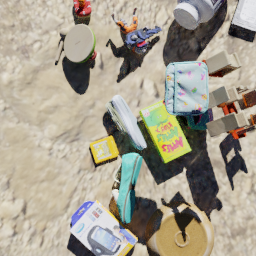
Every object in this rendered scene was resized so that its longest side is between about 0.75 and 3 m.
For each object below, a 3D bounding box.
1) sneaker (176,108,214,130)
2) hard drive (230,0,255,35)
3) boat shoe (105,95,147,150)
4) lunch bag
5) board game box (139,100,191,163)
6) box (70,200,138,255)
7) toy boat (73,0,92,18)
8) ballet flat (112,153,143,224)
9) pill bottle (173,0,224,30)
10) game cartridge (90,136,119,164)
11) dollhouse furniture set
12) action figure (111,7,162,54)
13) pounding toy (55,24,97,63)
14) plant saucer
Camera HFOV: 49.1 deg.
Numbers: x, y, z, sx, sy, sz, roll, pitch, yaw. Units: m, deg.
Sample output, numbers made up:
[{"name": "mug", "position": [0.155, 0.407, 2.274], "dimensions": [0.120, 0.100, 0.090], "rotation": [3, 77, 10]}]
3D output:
[{"name": "sneaker", "position": [2.017, -0.824, 9.207], "dimensions": [1.170, 0.810, 1.938], "rotation": [-9, 82, -10]}, {"name": "hard drive", "position": [4.289, -4.108, 9.925], "dimensions": [0.967, 0.262, 1.385], "rotation": [21, 83, 3]}, {"name": "boat shoe", "position": [-0.059, -0.124, 9.221], "dimensions": [0.614, 0.712, 1.979], "rotation": [-32, 81, 26]}, {"name": "lunch bag", "position": [1.404, -0.927, 6.896], "dimensions": [1.084, 0.521, 1.352], "rotation": [0, 94, 5]}, {"name": "board game box", "position": [1.184, 0.099, 9.076], "dimensions": [0.946, 0.443, 1.861], "rotation": [-25, 85, -6]}, {"name": "box", "position": [-0.832, 3.240, 8.734], "dimensions": [2.024, 0.420, 1.205], "rotation": [42, 84, 0]}, {"name": "toy boat", "position": [-1.607, -4.335, 9.785], "dimensions": [0.591, 0.592, 0.905], "rotation": [-13, 82, -2]}, {"name": "ballet flat", "position": [-0.098, 1.867, 8.913], "dimensions": [0.773, 0.740, 2.197], "rotation": [7, 81, 26]}, {"name": "pill bottle", "position": [2.605, -4.584, 9.421], "dimensions": [1.383, 1.383, 2.460], "rotation": [36, 83, 5]}, {"name": "game cartridge", "position": [-0.782, 0.715, 9.289], "dimensions": [0.814, 0.132, 0.718], "rotation": [-20, 82, -2]}, {"name": "dollhouse furniture set", "position": [2.849, -0.856, 8.132], "dimensions": [2.471, 1.273, 2.445], "rotation": [-5, 75, -44]}, {"name": "action figure", "position": [0.316, -3.299, 9.694], "dimensions": [1.625, 0.850, 1.572], "rotation": [-21, 89, -28]}, {"name": "pounding toy", "position": [-1.612, -2.790, 9.603], "dimensions": [1.639, 0.761, 1.265], "rotation": [9, 93, 30]}, {"name": "plant saucer", "position": [1.656, 3.438, 8.762], "dimensions": [2.217, 0.392, 2.217], "rotation": [0, 82, 0]}]
